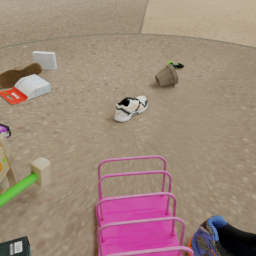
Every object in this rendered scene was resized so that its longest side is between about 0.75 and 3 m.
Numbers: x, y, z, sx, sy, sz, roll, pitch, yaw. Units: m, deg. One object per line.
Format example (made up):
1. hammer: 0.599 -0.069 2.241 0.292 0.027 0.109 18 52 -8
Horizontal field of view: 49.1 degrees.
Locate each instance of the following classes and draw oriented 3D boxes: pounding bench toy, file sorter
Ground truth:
1. pounding bench toy: -3.144 1.354 5.859 2.619 1.627 2.043 3 35 5
2. file sorter: 0.196 1.777 5.385 1.615 1.457 2.324 -4 35 -4

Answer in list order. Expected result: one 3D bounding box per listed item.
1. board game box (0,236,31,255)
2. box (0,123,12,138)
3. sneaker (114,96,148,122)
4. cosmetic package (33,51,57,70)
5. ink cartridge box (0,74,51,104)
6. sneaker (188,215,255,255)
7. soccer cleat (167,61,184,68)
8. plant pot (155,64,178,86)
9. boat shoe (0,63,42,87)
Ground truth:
1. board game box: -2.416 3.134 4.374 1.804 0.375 2.667 -11 36 -15
2. box: -4.899 0.428 8.295 1.597 0.403 2.234 16 39 22
3. sneaker: 0.174 -0.831 9.904 0.623 0.676 1.689 20 38 29
4. cosmetic package: -3.917 -3.182 13.215 1.032 0.778 0.267 6 36 8
5. ink cartridge box: -4.156 -1.590 11.236 1.679 0.397 1.344 -26 42 -35
6. sneaker: 2.331 2.483 4.661 2.858 1.121 1.077 22 41 29
7. soccer cleat: 2.284 -2.980 13.425 0.817 0.276 0.331 20 62 21
8. plant pot: 1.577 -2.134 11.736 0.764 0.881 0.881 -23 38 -5
9. boat shoe: -4.718 -2.274 12.105 1.983 0.715 0.714 -32 21 -27
